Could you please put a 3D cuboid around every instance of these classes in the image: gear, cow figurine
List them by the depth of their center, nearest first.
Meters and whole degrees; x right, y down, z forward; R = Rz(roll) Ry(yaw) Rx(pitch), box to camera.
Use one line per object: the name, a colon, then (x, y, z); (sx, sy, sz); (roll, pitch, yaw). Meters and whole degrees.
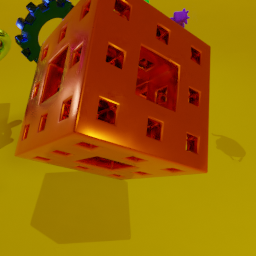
gear: (-1.395, -1.737, 5.116); (1.278, 1.278, 0.236); (-27, 59, -36)
cow figurine: (1.671, -3.460, 9.182); (0.956, 0.533, 0.971); (-11, -6, 35)

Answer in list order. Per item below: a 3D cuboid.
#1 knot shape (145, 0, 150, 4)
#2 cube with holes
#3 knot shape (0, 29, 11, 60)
knot shape: (0.423, -3.624, 9.125); (1.766, 1.887, 0.872); (22, 61, 27)
cube with holes: (-0.131, -0.269, 2.709); (1.268, 1.268, 1.268); (19, -22, -33)
knot shape: (-2.877, -1.411, 5.108); (1.201, 1.283, 0.593); (29, 7, -40)
